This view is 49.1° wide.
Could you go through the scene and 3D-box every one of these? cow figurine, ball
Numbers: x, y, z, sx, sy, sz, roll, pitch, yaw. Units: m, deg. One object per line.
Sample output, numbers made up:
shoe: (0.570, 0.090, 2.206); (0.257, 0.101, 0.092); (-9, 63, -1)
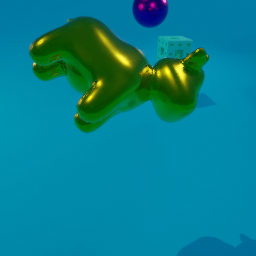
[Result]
cow figurine: (-0.005, -0.614, 2.944); (1.537, 0.858, 1.562); (-39, 88, -19)
ball: (0.759, -4.074, 9.562); (1.243, 1.243, 1.243); (0, 39, 0)

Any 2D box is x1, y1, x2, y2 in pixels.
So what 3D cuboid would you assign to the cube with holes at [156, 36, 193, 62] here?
cube with holes: (1.334, -2.225, 8.151); (0.749, 0.749, 0.749); (-5, 28, -15)
